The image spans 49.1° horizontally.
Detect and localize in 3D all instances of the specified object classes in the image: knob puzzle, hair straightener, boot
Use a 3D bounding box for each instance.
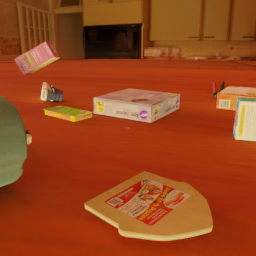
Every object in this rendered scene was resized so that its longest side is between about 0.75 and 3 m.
[{"bbox_3d":[0.495,1.334,4.556,1.993,0.276,1.993,0,17,0],"label":"knob puzzle"},{"bbox_3d":[5.131,-2.062,15.021,1.138,0.605,2.958,5,18,16],"label":"hair straightener"},{"bbox_3d":[-3.792,-1.728,13.978,0.991,0.798,2.193,8,17,-19],"label":"boot"}]

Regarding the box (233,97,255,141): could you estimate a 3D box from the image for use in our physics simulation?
[{"bbox_3d":[4.587,-0.192,7.971,2.869,1.180,0.705,5,18,14],"label":"box"}]

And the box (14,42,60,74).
[{"bbox_3d":[-1.975,-1.534,6.174,0.769,0.372,0.677,-29,13,4],"label":"box"}]

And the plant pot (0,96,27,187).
[{"bbox_3d":[-3.217,0.341,4.731,2.395,2.395,2.345,13,14,36],"label":"plant pot"}]

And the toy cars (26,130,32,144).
[{"bbox_3d":[-3.923,0.312,7.398,2.812,0.623,1.261,2,25,-6],"label":"toy cars"}]

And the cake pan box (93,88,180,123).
[{"bbox_3d":[0.440,-1.037,11.514,2.635,0.748,2.862,12,21,28],"label":"cake pan box"}]

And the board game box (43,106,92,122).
[{"bbox_3d":[-2.376,-0.589,10.840,1.909,0.286,0.912,16,22,36],"label":"board game box"}]

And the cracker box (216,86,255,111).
[{"bbox_3d":[5.041,-1.323,12.456,1.629,0.701,2.432,10,21,29],"label":"cracker box"}]
